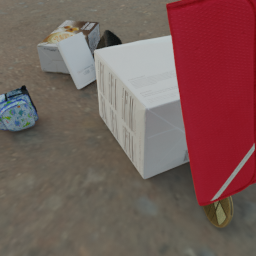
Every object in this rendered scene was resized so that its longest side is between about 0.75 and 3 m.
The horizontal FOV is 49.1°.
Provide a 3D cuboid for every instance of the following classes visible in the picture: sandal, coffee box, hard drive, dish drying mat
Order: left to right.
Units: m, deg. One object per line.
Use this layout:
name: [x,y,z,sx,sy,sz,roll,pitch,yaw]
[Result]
coffee box: [-2.195,-3.250,11.062,1.555,1.084,2.720,8,40,10]
hard drive: [-1.647,-2.289,9.530,0.218,1.631,1.076,0,31,45]
sandal: [1.882,1.229,6.006,0.504,0.750,1.867,15,32,-15]
dish drying mat: [1.055,-0.195,3.110,0.942,2.452,0.223,-19,29,-7]

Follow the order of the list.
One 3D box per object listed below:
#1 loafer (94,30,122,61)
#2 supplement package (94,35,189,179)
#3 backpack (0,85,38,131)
loafer: [-0.682,-2.498,10.350,1.067,1.043,2.924,29,34,-27]
supplement package: [0.926,-0.747,7.187,2.726,2.096,2.850,-17,42,-19]
backpack: [-3.158,-0.442,7.673,1.148,1.051,0.844,-20,45,-11]
